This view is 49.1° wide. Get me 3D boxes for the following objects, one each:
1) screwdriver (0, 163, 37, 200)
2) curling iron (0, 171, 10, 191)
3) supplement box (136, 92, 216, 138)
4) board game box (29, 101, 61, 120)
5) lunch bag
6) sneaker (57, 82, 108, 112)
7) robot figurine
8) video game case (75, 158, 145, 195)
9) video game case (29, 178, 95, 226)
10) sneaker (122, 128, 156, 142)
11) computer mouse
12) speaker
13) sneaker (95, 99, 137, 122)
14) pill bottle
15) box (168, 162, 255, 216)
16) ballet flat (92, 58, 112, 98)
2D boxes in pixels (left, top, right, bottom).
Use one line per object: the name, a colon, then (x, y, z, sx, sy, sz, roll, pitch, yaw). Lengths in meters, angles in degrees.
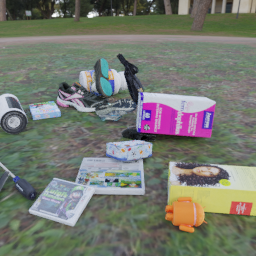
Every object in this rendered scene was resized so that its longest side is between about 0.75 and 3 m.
screwdriver: (-3.115, 1.246, 7.531, 0.338, 0.353, 2.425, -19, 34, -39)
curling iron: (-3.352, 1.608, 6.667, 0.260, 0.504, 2.033, -38, 14, 23)
supplement box: (1.622, -0.497, 9.965, 2.548, 1.289, 1.317, 4, 12, -1)
board game box: (-3.694, -0.785, 12.360, 1.143, 0.277, 1.511, -10, 26, -22)
lunch bag: (0.044, 0.655, 8.494, 1.318, 0.498, 1.056, -2, 5, -34)
sneaker: (-2.215, -1.504, 12.911, 2.699, 1.165, 1.084, 10, 27, 20)
robot figurine: (1.244, 1.851, 6.014, 0.875, 0.510, 0.629, 1, 21, 4)
video game case: (-0.463, 1.281, 7.678, 1.783, 0.196, 1.625, 1, 22, 0)
video game case: (-1.523, 1.686, 6.551, 1.165, 0.136, 1.059, 9, 38, 20)
sneaker: (0.369, 0.270, 9.838, 1.151, 0.346, 0.600, 1, 19, -5)
computer mouse: (0.357, -1.779, 11.242, 0.558, 2.426, 1.703, -27, 41, -6)
speaker: (-4.666, -0.613, 11.125, 0.966, 0.966, 2.379, -11, 25, -24)
sneaker: (-0.423, -0.671, 11.239, 1.724, 0.744, 0.669, -6, 38, 21)
pill bottle: (-1.242, -2.381, 14.680, 2.398, 1.344, 1.344, -9, 25, -18)
box: (2.453, 1.443, 6.644, 2.966, 0.743, 1.116, 3, 24, 5)
ballet flat: (-1.280, -2.218, 13.339, 0.858, 0.853, 2.509, -31, 46, 29)
